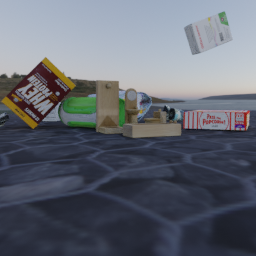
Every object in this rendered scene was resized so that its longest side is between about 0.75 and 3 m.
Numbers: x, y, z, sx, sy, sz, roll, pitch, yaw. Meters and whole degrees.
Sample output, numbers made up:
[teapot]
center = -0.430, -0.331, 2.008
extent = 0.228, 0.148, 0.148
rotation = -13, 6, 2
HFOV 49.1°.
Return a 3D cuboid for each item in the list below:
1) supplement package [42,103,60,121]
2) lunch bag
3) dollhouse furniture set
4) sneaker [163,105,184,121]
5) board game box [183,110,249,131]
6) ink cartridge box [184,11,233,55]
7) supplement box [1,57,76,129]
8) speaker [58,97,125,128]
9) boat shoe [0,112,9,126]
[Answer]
[supplement package]
center = -4.216, -0.886, 14.980
extent = 1.361, 0.969, 1.748
rotation = 0, 5, 3
[lunch bag]
center = -0.329, -1.011, 13.079
extent = 2.400, 1.525, 2.035
rotation = -18, 17, -38
[dollhouse furniture set]
center = 0.239, -0.623, 8.076
extent = 1.847, 1.582, 1.942
rotation = -2, 5, -23
[sneaker]
center = 2.439, -0.674, 14.822
extent = 0.905, 0.814, 2.097
rotation = 10, 9, -15
[board game box]
center = 3.336, -0.326, 10.288
extent = 2.021, 0.618, 2.668
rotation = 2, 5, 24
[ink cartridge box]
center = 2.489, -2.930, 8.704
extent = 1.263, 0.914, 0.530
rotation = -24, 13, -14
[supplement box]
center = -3.244, -1.255, 10.438
extent = 1.399, 2.108, 2.079
rotation = 44, -7, -13
[speaker]
center = -1.298, -0.560, 10.043
extent = 2.709, 1.198, 1.198
rotation = 4, 6, 40
[boat shoe]
center = -4.967, -0.246, 10.910
extent = 1.067, 0.364, 0.394
rotation = -25, 4, 28
